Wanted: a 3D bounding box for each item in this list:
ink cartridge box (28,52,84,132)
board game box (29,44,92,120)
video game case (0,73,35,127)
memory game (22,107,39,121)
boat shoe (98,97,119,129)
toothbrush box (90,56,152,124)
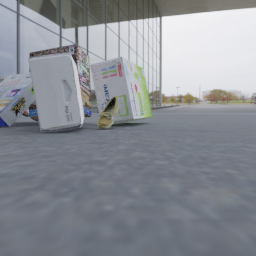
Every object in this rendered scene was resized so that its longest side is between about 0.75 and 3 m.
[{"bbox_3d":[-1.725,-0.877,7.239,0.990,1.700,2.334,-9,7,-8],"label":"ink cartridge box"},{"bbox_3d":[-2.554,-1.619,10.595,1.996,2.503,1.212,-7,-11,15],"label":"board game box"},{"bbox_3d":[-3.958,-0.982,9.318,2.363,0.537,2.142,3,47,40],"label":"video game case"},{"bbox_3d":[-4.100,-0.859,11.339,2.041,0.130,2.041,35,10,-7],"label":"memory game"},{"bbox_3d":[-0.527,-0.419,7.582,0.416,0.359,1.142,13,41,14],"label":"boat shoe"},{"bbox_3d":[-0.118,-1.210,9.918,1.177,1.991,2.735,-10,0,19],"label":"toothbrush box"}]
